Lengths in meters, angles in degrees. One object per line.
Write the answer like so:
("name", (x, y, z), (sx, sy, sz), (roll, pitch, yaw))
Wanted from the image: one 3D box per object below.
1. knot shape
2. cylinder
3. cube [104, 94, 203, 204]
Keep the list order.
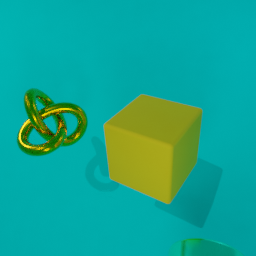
("knot shape", (-1.533, -0.093, 5.912), (1.415, 0.699, 1.512), (8, 68, -30))
("cylinder", (1.138, 2.519, 4.131), (1.258, 1.258, 1.258), (18, 44, 3))
("cube", (0.492, 0.325, 5.253), (1.311, 1.311, 1.311), (18, 39, 28))
